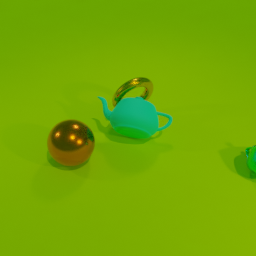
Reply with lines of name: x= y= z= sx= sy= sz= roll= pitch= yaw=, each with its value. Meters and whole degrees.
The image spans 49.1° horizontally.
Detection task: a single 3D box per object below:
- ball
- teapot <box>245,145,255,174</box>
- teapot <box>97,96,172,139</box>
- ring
ball: x=-1.251 y=0.323 z=6.189 sx=1.040 sy=1.040 sz=1.040 roll=0 pitch=39 yaw=0
teapot: x=3.023 y=0.602 z=5.853 sx=0.953 sy=0.750 sz=1.532 roll=-4 pitch=3 yaw=-18
teapot: x=0.121 y=-0.317 z=6.786 sx=1.922 sy=1.195 sz=0.941 roll=12 pitch=74 yaw=1
ring: x=0.130 y=-0.839 z=7.174 sx=1.173 sy=1.173 sz=0.235 roll=-19 pitch=62 yaw=-22
